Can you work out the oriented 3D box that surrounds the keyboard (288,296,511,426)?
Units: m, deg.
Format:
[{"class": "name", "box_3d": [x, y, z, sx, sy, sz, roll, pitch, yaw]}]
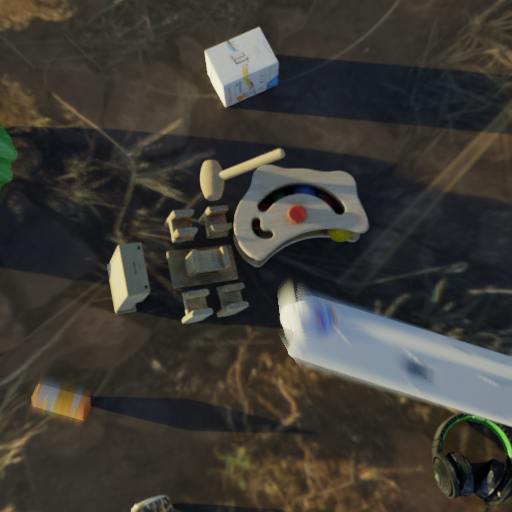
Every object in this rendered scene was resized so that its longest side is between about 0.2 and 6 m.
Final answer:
[{"class": "keyboard", "box_3d": [2.914, 1.908, 10.085, 4.571, 0.244, 1.286, 17, 61, 5]}]

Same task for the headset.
[{"class": "headset", "box_3d": [3.929, 3.973, 9.950, 1.482, 1.128, 2.401, 11, 67, 3]}]

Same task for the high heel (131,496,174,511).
[{"class": "high heel", "box_3d": [-1.565, 4.721, 9.378, 0.612, 1.713, 1.221, -23, 62, 0]}]

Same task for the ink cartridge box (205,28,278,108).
[{"class": "ink cartridge box", "box_3d": [-0.303, -3.937, 11.790, 1.280, 0.942, 0.926, -25, 79, -5]}]

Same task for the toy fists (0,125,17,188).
[{"class": "toy fists", "box_3d": [-6.534, -1.442, 11.093, 3.680, 1.265, 1.876, -36, 80, -9]}]

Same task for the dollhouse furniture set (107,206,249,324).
[{"class": "dollhouse furniture set", "box_3d": [-1.562, 0.318, 10.894, 2.312, 1.536, 2.027, -7, 77, -24]}]

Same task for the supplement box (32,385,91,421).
[{"class": "supplement box", "box_3d": [-3.665, 2.756, 10.542, 1.025, 0.341, 0.353, 16, 42, 4]}]

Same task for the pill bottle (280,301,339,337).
[{"class": "pill bottle", "box_3d": [0.874, 1.040, 9.263, 0.550, 0.981, 0.550, -11, 73, 43]}]

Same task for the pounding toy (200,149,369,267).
[{"class": "pounding toy", "box_3d": [0.521, -0.813, 10.595, 3.258, 1.869, 1.863, 4, 79, -2]}]
